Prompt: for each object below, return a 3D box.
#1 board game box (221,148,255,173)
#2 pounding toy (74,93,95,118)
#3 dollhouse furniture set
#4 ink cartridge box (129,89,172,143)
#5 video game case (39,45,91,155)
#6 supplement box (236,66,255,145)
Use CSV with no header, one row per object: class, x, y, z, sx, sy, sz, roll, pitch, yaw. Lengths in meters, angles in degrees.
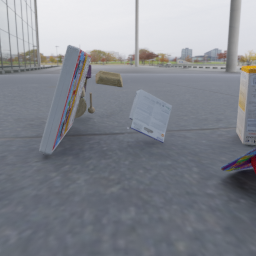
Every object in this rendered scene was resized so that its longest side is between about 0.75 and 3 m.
board game box,2.273,0.420,3.881,1.512,0.373,1.913,-5,-26,-25
pounding toy,-1.621,-0.785,9.033,1.021,0.788,0.474,-9,25,-7
dollhouse furniture set,-1.033,-1.208,9.385,1.633,1.159,1.294,6,53,-15
ink cartridge box,0.491,-0.248,6.267,0.949,0.951,0.193,25,-21,-26
video game case,-1.325,-0.756,6.432,0.251,2.057,2.877,17,10,-7
supplement box,2.917,-0.546,6.395,0.616,1.676,1.056,2,16,13
